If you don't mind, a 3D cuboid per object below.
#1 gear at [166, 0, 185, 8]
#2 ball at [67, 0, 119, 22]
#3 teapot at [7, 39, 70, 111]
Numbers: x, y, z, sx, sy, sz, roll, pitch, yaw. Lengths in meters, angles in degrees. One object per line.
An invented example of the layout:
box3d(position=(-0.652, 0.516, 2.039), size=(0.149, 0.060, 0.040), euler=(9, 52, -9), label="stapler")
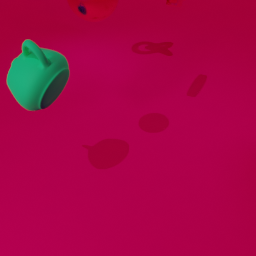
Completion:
box3d(position=(1.075, -3.274, 5.904), size=(0.247, 1.338, 1.338), euler=(15, 43, 19), label="gear")
box3d(position=(-0.544, -2.072, 4.317), size=(0.821, 0.821, 0.821), euler=(0, 41, 0), label="ball")
box3d(position=(-1.470, -0.797, 4.463), size=(0.807, 1.648, 1.024), euler=(34, 63, 0), label="teapot")
